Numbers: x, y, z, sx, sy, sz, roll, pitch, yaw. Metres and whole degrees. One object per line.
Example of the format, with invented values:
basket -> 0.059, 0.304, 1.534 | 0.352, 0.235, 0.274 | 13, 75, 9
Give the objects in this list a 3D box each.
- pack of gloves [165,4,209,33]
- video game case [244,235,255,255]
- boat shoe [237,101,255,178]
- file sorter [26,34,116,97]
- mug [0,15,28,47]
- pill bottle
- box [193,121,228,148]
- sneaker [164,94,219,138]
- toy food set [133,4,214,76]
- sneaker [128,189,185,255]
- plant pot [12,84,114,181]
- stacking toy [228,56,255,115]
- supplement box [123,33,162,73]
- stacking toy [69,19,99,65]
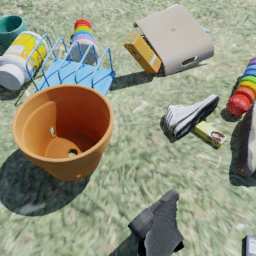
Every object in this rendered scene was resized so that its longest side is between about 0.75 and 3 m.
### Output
pack of gloves -> 2.138, -4.137, 11.998 | 2.017, 0.474, 2.401 | -33, 69, -22
video game case -> 3.550, 3.297, 6.081 | 1.972, 0.187, 1.409 | 14, 52, 9
boat shoe -> 3.774, 0.351, 8.093 | 0.920, 0.935, 2.510 | 19, 62, 3
file sorter -> -1.854, -1.926, 9.324 | 2.411, 1.479, 1.673 | 15, 61, 11
mug -> -4.629, -3.936, 11.388 | 1.167, 0.878, 1.420 | 0, 55, 6
pill bottle -> -3.790, -2.384, 10.000 | 1.183, 1.183, 2.098 | 10, 52, 8
box -> 2.504, 0.165, 8.552 | 0.980, 0.246, 0.369 | 37, 59, 26
sneaker -> 1.879, -0.626, 8.719 | 1.833, 0.692, 1.055 | -38, 57, -6
toy food set -> 1.735, -3.536, 11.076 | 2.104, 0.886, 2.933 | -24, 61, -8
sneaker -> 0.761, 2.125, 5.871 | 1.097, 0.631, 2.102 | 46, 34, 20
plant pot -> -1.599, 0.278, 7.489 | 2.455, 1.719, 2.455 | 1, 52, -1
stacking toy -> 4.081, -1.385, 9.380 | 1.043, 1.043, 2.444 | 31, 62, 23
supplement box -> 0.520, -2.567, 9.726 | 0.520, 1.562, 0.537 | 12, 72, 44
stacking toy -> -1.758, -3.561, 11.173 | 1.090, 1.090, 2.553 | -5, 45, -4
